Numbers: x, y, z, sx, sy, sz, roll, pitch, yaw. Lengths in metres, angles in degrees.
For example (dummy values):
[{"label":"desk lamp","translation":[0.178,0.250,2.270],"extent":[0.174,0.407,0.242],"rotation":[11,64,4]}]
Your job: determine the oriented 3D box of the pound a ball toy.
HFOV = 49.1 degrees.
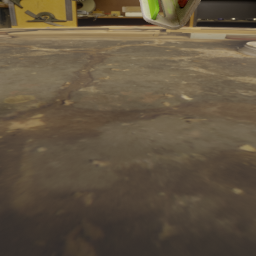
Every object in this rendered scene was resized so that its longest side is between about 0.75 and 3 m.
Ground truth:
[{"label":"pound a ball toy","translation":[0.885,-2.827,4.930],"extent":[0.949,1.457,2.234],"rotation":[8,54,-21]}]
